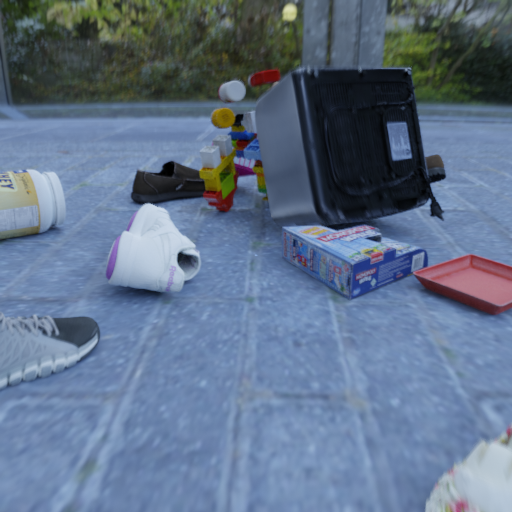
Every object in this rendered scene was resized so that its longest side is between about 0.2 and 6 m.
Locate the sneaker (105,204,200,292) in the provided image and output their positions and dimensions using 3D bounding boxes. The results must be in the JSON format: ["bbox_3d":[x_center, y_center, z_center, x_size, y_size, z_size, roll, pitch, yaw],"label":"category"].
[{"bbox_3d":[-1.764,-0.052,10.294,1.515,1.139,3.041,16,20,-7],"label":"sneaker"}]

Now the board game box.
[{"bbox_3d":[1.667,-0.107,10.557,2.250,0.694,2.248,-17,26,-38],"label":"board game box"}]

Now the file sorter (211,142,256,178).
[{"bbox_3d":[-0.610,-2.950,16.420,1.119,1.010,1.610,13,-2,-28],"label":"file sorter"}]

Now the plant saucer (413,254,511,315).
[{"bbox_3d":[3.839,0.485,9.498,1.693,0.311,1.690,-14,25,-33],"label":"plant saucer"}]

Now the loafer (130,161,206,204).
[{"bbox_3d":[-2.159,-2.160,15.752,2.875,1.026,1.049,-17,26,-39],"label":"loafer"}]

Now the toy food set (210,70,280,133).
[{"bbox_3d":[0.063,-3.825,13.924,2.812,1.342,1.265,-17,16,-19],"label":"toy food set"}]

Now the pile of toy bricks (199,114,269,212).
[{"bbox_3d":[0.538,-2.541,15.093,2.631,2.342,4.743,9,36,22],"label":"pile of toy bricks"}]

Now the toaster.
[{"bbox_3d":[2.006,-2.206,12.373,3.260,3.605,2.139,-11,2,-28],"label":"toaster"}]

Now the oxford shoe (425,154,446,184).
[{"bbox_3d":[4.382,-2.509,16.464,2.185,0.922,0.794,-8,-16,17],"label":"oxford shoe"}]

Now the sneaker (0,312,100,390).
[{"bbox_3d":[-2.977,0.872,6.951,0.844,1.299,2.250,17,26,39],"label":"sneaker"}]

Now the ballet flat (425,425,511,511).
[{"bbox_3d":[2.239,1.881,4.967,2.384,0.762,0.902,-18,26,-40],"label":"ballet flat"}]

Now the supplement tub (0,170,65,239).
[{"bbox_3d":[-5.376,-1.129,12.311,2.004,1.447,1.447,-13,24,-33],"label":"supplement tub"}]
